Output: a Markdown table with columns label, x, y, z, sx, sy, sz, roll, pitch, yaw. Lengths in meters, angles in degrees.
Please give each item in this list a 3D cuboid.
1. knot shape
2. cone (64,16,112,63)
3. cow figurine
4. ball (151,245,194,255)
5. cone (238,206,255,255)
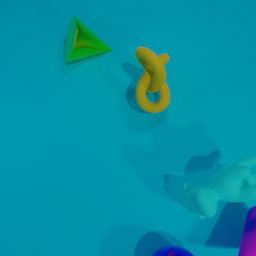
| label | x | y | z | sx | sy | sz | roll | pitch | yaw |
| --- | --- | --- | --- | --- | --- | --- | --- | --- | --- |
| knot shape | 0.663 | -1.217 | 7.416 | 0.809 | 1.752 | 1.639 | -1 | 90 | 14 |
| cone | -1.100 | -2.512 | 8.479 | 1.353 | 1.348 | 1.348 | 7 | 64 | -26 |
| cow figurine | 2.018 | 1.281 | 6.066 | 1.603 | 1.578 | 0.880 | -24 | 86 | -53 |
| ball | 0.944 | 3.091 | 5.769 | 1.244 | 1.244 | 1.244 | 0 | 67 | 0 |
| cone | 2.622 | 2.530 | 5.731 | 1.365 | 1.360 | 1.360 | -26 | 69 | -25 |
